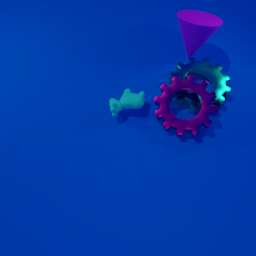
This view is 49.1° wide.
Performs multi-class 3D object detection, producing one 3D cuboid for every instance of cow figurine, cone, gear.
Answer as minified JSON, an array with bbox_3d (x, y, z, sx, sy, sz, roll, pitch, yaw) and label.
[{"bbox_3d":[-0.039,-0.773,8.966,1.089,0.598,1.071,11,48,16],"label":"cow figurine"},{"bbox_3d":[2.298,-3.087,9.773,1.515,1.521,1.515,5,39,-4],"label":"cone"},{"bbox_3d":[1.807,-0.697,8.829,1.912,0.354,1.912,-2,78,9],"label":"gear"},{"bbox_3d":[2.423,-1.469,9.520,2.036,0.377,2.036,0,64,0],"label":"gear"}]
